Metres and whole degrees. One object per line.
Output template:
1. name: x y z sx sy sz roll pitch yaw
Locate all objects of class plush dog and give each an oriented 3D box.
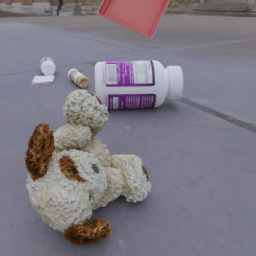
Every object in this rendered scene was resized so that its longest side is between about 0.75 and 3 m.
1. plush dog: -0.960 0.803 4.865 1.956 2.438 2.094 -29 10 17

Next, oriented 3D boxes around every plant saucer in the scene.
1. plant saucer: 0.154 -2.417 5.503 1.155 1.157 0.212 25 -12 0

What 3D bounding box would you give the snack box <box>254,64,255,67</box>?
1. snack box: 3.236 -1.527 5.998 0.587 0.826 0.219 -15 74 -29

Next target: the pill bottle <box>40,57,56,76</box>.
1. pill bottle: -3.849 -2.937 13.473 0.705 0.705 1.211 -8 28 -15

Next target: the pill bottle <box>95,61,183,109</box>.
1. pill bottle: 0.343 -1.466 9.496 2.841 1.595 1.595 -2 27 -3

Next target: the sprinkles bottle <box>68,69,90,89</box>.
1. sprinkles bottle: -2.136 -2.136 12.068 0.503 0.503 1.475 -13 30 -25

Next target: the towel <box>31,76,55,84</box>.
1. towel: -3.790 -2.167 12.539 0.902 0.152 0.944 -3 27 -6
